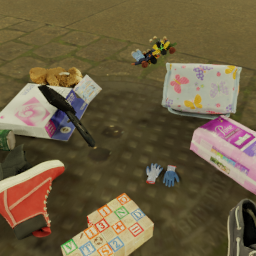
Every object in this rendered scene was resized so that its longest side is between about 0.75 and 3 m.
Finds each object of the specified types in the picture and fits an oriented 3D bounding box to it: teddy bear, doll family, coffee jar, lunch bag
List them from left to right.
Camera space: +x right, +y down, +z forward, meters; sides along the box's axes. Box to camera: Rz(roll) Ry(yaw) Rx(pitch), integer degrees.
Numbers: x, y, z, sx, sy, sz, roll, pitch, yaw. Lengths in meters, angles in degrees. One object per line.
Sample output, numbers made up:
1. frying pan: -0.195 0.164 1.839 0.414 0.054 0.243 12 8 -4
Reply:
1. coffee jar: -4.596 0.388 9.490 1.373 0.716 0.586 3 32 2
2. teddy bear: -3.206 -2.241 12.807 2.418 0.807 1.753 -15 48 -29
3. doll family: 0.878 -2.568 9.613 1.672 0.656 0.967 -36 51 11
4. lunch bag: 2.750 -1.329 10.553 2.534 1.900 2.988 7 5 13

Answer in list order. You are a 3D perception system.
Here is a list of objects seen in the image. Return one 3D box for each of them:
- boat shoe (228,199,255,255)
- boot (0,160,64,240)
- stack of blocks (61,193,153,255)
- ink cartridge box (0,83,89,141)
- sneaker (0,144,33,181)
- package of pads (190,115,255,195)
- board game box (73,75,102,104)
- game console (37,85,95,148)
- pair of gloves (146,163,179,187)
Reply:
1. boat shoe: 2.803 2.862 6.340 1.006 0.868 2.768 5 40 7
2. boot: -2.322 1.941 7.662 1.739 0.873 2.411 49 32 9
3. stack of blocks: -0.539 2.640 6.818 2.055 0.602 1.183 -27 46 -28
4. ink cartridge box: -3.233 -0.736 10.965 2.839 0.615 2.788 6 39 10
5. sneaker: -3.330 1.365 8.365 1.082 0.623 2.074 -25 42 -21
6. package of pads: 3.518 0.746 8.810 1.637 1.028 2.718 -25 46 -32
7. board game box: -1.532 -1.456 10.560 0.781 0.783 0.161 45 5 2
8. game console: -2.031 -0.409 9.687 0.322 1.576 2.672 -42 68 4
9. pair of gloves: 1.068 1.450 8.675 1.053 0.120 0.847 9 42 12
